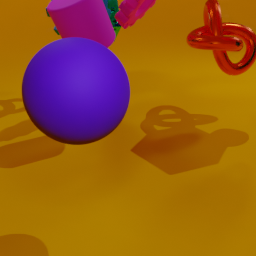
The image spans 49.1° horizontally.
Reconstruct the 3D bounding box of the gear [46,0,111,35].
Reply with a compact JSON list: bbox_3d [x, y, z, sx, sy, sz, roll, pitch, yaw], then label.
[{"bbox_3d":[-1.087,-2.942,6.559,0.343,1.855,1.855,21,35,29],"label":"gear"}]

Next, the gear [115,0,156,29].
[{"bbox_3d":[0.429,-3.577,7.697,0.348,1.882,1.882,45,36,-3],"label":"gear"}]

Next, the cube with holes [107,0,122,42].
[{"bbox_3d":[-0.899,-3.347,8.585,1.060,1.060,1.060,-7,-5,-15],"label":"cube with holes"}]

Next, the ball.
[{"bbox_3d":[-0.552,-0.390,3.071,1.151,1.151,1.151,0,29,0],"label":"ball"}]

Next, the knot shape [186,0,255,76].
[{"bbox_3d":[2.342,-2.395,7.140,2.041,0.943,1.910,7,56,-34],"label":"knot shape"}]

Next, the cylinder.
[{"bbox_3d":[-0.894,-2.095,5.544,1.031,1.031,1.031,-14,42,13],"label":"cylinder"}]
